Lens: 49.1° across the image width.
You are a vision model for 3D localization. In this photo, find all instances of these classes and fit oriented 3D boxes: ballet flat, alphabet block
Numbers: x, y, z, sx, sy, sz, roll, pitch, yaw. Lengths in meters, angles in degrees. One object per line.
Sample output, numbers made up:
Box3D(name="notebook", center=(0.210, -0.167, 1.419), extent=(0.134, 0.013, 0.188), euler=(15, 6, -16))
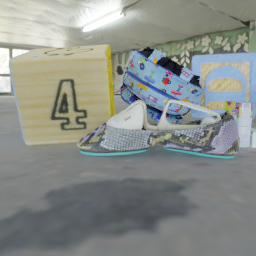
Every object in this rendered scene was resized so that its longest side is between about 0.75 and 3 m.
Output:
Box3D(name="ballet flat", center=(0.466, -0.020, 4.673), extent=(2.683, 0.965, 0.965), euler=(1, 8, 7))
Box3D(name="alphabet block", center=(3.780, -1.569, 10.787), extent=(2.297, 2.309, 2.352), euler=(5, 9, 24))
Box3D(name="alphabet block", center=(-1.171, -0.741, 5.724), extent=(1.715, 1.684, 1.675), euler=(-4, 23, -1))

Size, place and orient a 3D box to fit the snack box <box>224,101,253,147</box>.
Box3D(name="snack box", center=(2.130, -0.098, 5.498), extent=(0.285, 0.844, 0.711), euler=(0, 8, -3))

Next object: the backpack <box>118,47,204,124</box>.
Box3D(name="backpack", center=(0.889, -1.138, 7.857), extent=(2.358, 1.737, 2.582), euler=(31, 13, 1))

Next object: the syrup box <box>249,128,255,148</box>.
Box3D(name="syrup box", center=(2.426, 0.171, 5.558), extent=(0.307, 0.297, 0.754), euler=(-1, 8, -5))
